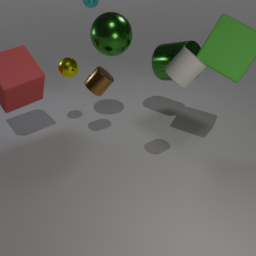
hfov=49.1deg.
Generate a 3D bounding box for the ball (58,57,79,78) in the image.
[{"bbox_3d":[-2.048,-2.075,9.639,0.700,0.700,0.700,0,31,0],"label":"ball"}]

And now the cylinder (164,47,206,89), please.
[{"bbox_3d":[1.345,-1.418,6.635,0.700,0.700,0.700,35,23,-17],"label":"cylinder"}]

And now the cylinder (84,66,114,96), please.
[{"bbox_3d":[-0.927,-1.507,9.051,0.700,0.700,0.700,38,21,-17],"label":"cylinder"}]

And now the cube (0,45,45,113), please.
[{"bbox_3d":[-3.763,-1.617,9.312,1.400,1.400,1.400,-29,75,-31],"label":"cube"}]

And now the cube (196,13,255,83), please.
[{"bbox_3d":[3.039,-2.321,8.302,1.400,1.400,1.400,34,22,10],"label":"cube"}]

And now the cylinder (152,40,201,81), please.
[{"bbox_3d":[1.849,-2.484,10.482,1.400,1.400,1.400,-26,24,-37],"label":"cylinder"}]

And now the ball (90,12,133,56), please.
[{"bbox_3d":[-0.548,-3.092,9.275,1.400,1.400,1.400,0,31,0],"label":"ball"}]

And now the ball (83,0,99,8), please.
[{"bbox_3d":[-1.577,-5.451,11.851,0.700,0.700,0.700,0,31,0],"label":"ball"}]
